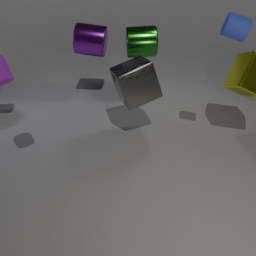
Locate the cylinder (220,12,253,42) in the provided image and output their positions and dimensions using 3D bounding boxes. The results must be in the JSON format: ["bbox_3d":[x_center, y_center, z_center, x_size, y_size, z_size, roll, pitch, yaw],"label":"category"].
[{"bbox_3d":[3.271,-3.058,8.479,0.700,0.700,0.700,20,34,2],"label":"cylinder"}]

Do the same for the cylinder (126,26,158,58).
[{"bbox_3d":[0.625,-4.036,13.136,1.400,1.400,1.400,-3,32,-2],"label":"cylinder"}]

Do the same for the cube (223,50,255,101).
[{"bbox_3d":[4.682,-1.895,10.428,1.400,1.400,1.400,22,6,-8],"label":"cube"}]

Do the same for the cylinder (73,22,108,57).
[{"bbox_3d":[-1.717,-4.074,12.980,1.400,1.400,1.400,7,32,0],"label":"cylinder"}]

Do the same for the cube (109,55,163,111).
[{"bbox_3d":[0.282,-1.734,10.578,1.400,1.400,1.400,-24,28,-4],"label":"cube"}]

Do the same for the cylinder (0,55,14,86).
[{"bbox_3d":[-3.601,-1.533,7.637,0.700,0.700,0.700,-23,8,3],"label":"cylinder"}]
